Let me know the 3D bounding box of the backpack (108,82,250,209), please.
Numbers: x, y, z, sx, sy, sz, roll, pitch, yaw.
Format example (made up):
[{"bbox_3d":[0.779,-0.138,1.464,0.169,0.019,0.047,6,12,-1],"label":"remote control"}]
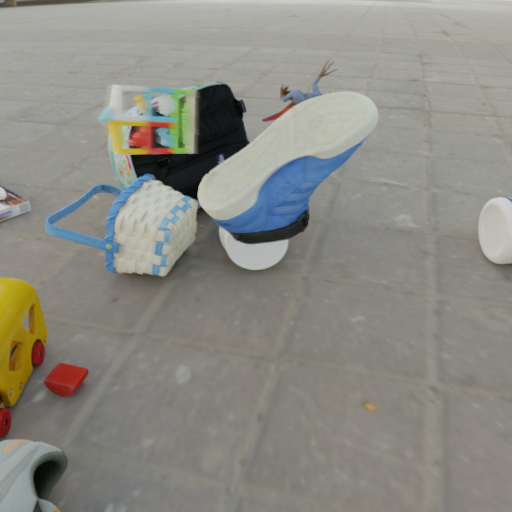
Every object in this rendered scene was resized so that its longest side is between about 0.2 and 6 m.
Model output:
[{"bbox_3d":[-1.856,-2.445,13.168,3.118,2.768,2.347,-32,25,-33],"label":"backpack"}]

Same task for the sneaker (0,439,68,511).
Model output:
[{"bbox_3d":[-2.736,3.138,5.586,1.343,1.252,3.387,1,31,-8],"label":"sneaker"}]

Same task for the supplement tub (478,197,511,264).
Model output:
[{"bbox_3d":[5.669,-0.539,11.368,1.859,1.344,1.344,-3,32,-6],"label":"supplement tub"}]

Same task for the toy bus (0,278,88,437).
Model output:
[{"bbox_3d":[-4.120,1.490,7.965,2.704,1.481,2.866,-28,41,-37],"label":"toy bus"}]

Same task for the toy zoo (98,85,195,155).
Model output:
[{"bbox_3d":[-1.643,-2.049,8.502,1.528,1.002,0.156,-9,20,-34],"label":"toy zoo"}]

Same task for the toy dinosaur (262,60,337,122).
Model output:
[{"bbox_3d":[1.215,-3.054,11.403,1.510,1.664,0.874,39,8,41],"label":"toy dinosaur"}]

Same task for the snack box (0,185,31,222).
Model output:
[{"bbox_3d":[-6.669,-1.467,13.842,2.557,0.311,0.919,25,39,34],"label":"snack box"}]

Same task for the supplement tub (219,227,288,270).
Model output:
[{"bbox_3d":[-0.065,-0.751,11.596,1.445,1.445,1.988,-3,32,-4],"label":"supplement tub"}]

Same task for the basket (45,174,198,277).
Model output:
[{"bbox_3d":[-2.563,-0.648,11.085,2.463,1.713,2.171,22,34,7],"label":"basket"}]

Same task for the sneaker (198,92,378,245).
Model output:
[{"bbox_3d":[0.663,-1.254,8.897,2.965,1.649,1.138,-34,57,3],"label":"sneaker"}]
